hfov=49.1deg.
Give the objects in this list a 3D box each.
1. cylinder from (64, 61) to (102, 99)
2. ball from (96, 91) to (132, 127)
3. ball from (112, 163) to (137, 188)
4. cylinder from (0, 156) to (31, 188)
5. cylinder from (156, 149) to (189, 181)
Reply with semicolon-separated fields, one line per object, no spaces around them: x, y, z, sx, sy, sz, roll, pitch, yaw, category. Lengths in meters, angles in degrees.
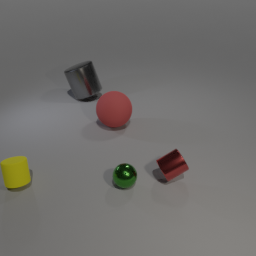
-2.104;-2.267;13.218;1.400;1.400;1.400;-17;23;8;cylinder
-0.533;-0.723;10.801;1.400;1.400;1.400;0;30;0;ball
-0.087;1.342;7.902;0.700;0.700;0.700;0;30;0;ball
-3.151;1.228;7.869;0.700;0.700;0.700;-5;13;1;cylinder
1.269;1.056;8.015;0.700;0.700;0.700;-31;32;3;cylinder
